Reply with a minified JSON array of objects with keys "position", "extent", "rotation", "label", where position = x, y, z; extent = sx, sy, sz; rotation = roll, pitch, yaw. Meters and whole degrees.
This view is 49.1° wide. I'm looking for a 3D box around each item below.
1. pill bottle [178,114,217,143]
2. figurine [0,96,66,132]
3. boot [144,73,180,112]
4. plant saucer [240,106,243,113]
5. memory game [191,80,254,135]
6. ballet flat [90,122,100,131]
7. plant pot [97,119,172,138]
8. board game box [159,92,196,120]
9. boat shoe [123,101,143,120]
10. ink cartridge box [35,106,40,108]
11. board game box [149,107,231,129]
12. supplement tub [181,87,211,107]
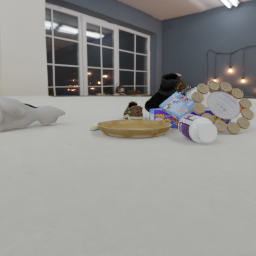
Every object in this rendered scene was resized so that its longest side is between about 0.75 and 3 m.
[{"position":[1.975,0.026,7.946],"extent":[0.719,0.719,1.290],"rotation":[-2,9,-10],"label":"pill bottle"},{"position":[-4.359,-0.614,11.110],"extent":[2.931,1.262,2.860],"rotation":[7,7,37],"label":"figurine"},{"position":[1.574,-1.684,13.178],"extent":[0.723,1.437,1.922],"rotation":[39,57,17],"label":"boot"},{"position":[6.142,-1.366,18.279],"extent":[2.559,0.471,2.564],"rotation":[5,9,27],"label":"plant saucer"},{"position":[3.232,-0.758,9.587],"extent":[2.236,2.236,0.142],"rotation":[-1,-32,-10],"label":"memory game"},{"position":[-1.109,-0.080,10.194],"extent":[0.292,0.292,0.840],"rotation":[4,10,28],"label":"ballet flat"},{"position":[0.210,0.013,9.374],"extent":[2.478,0.341,2.478],"rotation":[-1,8,0],"label":"plant pot"},{"position":[1.823,-0.800,10.110],"extent":[0.891,0.216,1.178],"rotation":[-39,40,-10],"label":"board game box"},{"position":[0.294,-0.808,12.988],"extent":[0.885,0.887,2.397],"rotation":[-2,9,-11],"label":"boat shoe"},{"position":[-5.121,-0.842,14.360],"extent":[1.447,0.552,0.987],"rotation":[4,9,36],"label":"ink cartridge box"},{"position":[2.599,-0.481,11.568],"extent":[2.894,0.648,1.945],"rotation":[-6,11,-37],"label":"board game box"},{"position":[3.820,-1.604,16.242],"extent":[1.533,1.533,2.502],"rotation":[0,9,-1],"label":"supplement tub"}]
